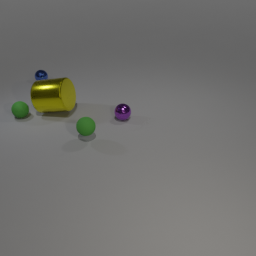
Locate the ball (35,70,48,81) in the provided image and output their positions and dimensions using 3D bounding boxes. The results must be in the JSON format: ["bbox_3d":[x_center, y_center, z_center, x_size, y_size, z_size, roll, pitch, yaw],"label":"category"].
[{"bbox_3d":[-4.686,-2.796,15.150,0.700,0.700,0.700,0,31,0],"label":"ball"}]

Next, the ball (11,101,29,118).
[{"bbox_3d":[-4.536,-0.778,11.791,0.700,0.700,0.700,0,31,0],"label":"ball"}]

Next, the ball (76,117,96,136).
[{"bbox_3d":[-1.520,-0.059,10.120,0.700,0.700,0.700,0,31,0],"label":"ball"}]

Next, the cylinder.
[{"bbox_3d":[-3.138,-1.380,11.882,1.400,1.400,1.400,-3,29,16],"label":"cylinder"}]

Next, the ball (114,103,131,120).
[{"bbox_3d":[-0.217,-0.668,11.611,0.700,0.700,0.700,0,31,0],"label":"ball"}]
